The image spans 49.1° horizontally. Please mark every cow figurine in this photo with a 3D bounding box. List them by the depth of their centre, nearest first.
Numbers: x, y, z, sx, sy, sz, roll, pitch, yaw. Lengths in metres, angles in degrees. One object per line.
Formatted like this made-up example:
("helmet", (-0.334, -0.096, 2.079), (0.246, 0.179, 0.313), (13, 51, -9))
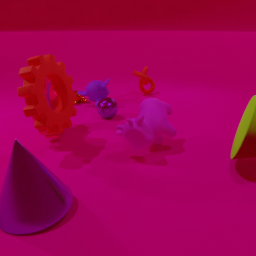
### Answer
("cow figurine", (0.459, -0.173, 6.994), (1.630, 0.909, 1.657), (27, 46, -34))
("cow figurine", (-2.322, -1.296, 11.357), (1.081, 0.594, 1.064), (-16, 30, -40))

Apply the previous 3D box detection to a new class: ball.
("ball", (-0.699, -0.685, 9.517), (0.727, 0.727, 0.727), (0, 21, 0))

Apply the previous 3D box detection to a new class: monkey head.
("monkey head", (-1.209, -1.324, 10.701), (1.385, 0.834, 0.996), (-20, 39, 13))

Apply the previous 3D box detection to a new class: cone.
("cone", (-1.702, 0.771, 4.673), (1.341, 1.346, 1.341), (-4, 27, 2))
("cone", (3.167, 0.225, 5.933), (1.470, 1.465, 1.465), (19, 26, 14))

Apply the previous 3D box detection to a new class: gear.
("gear", (-1.839, -0.804, 6.681), (0.337, 1.822, 1.822), (-7, 18, 21))
("gear", (-2.175, -0.719, 7.767), (0.367, 1.984, 1.984), (-6, 21, 3))

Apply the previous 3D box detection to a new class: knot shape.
("knot shape", (0.760, -2.100, 12.475), (0.585, 1.185, 1.266), (-21, 8, 26))
